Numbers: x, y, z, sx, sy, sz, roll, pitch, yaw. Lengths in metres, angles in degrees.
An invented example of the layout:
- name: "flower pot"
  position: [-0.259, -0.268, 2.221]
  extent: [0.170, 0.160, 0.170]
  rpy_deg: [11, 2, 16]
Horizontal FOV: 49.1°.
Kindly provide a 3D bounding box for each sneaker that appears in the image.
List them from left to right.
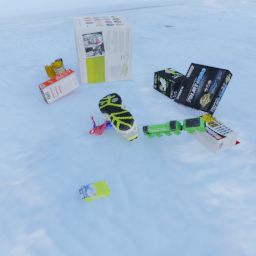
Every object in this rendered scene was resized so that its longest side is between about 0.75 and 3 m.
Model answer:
- name: "sneaker"
  position: [-0.426, -0.450, 11.262]
  extent: [1.033, 1.047, 2.740]
  rpy_deg: [-27, 41, -2]

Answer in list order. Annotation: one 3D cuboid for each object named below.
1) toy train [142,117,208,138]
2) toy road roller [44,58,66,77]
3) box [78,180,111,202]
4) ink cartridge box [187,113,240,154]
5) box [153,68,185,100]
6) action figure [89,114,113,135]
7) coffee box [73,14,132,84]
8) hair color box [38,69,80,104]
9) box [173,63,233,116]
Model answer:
- name: "toy train"
  position: [1.601, -0.012, 10.143]
  extent: [2.504, 0.522, 0.706]
  rpy_deg: [-8, -17, 32]
- name: "toy road roller"
  position: [-3.974, -3.127, 15.320]
  extent: [1.081, 0.910, 1.481]
  rpy_deg: [-18, 31, -4]
- name: "box"
  position: [-1.028, 1.919, 8.542]
  extent: [0.893, 0.213, 0.545]
  rpy_deg: [-12, 36, -17]
- name: "ink cartridge box"
  position: [3.326, 0.131, 10.734]
  extent: [1.388, 0.663, 1.581]
  rpy_deg: [-17, 39, -26]
- name: "box"
  position: [2.143, -2.242, 13.955]
  extent: [1.114, 0.932, 1.500]
  rpy_deg: [-21, 41, -28]
- name: "action figure"
  position: [-0.887, -0.283, 11.259]
  extent: [1.686, 0.835, 0.550]
  rpy_deg: [-30, 44, -32]
- name: "coffee box"
  position: [-1.402, -4.375, 15.321]
  extent: [2.835, 2.866, 2.862]
  rpy_deg: [-7, 35, -10]
- name: "hair color box"
  position: [-3.264, -1.988, 13.324]
  extent: [1.794, 0.911, 0.549]
  rpy_deg: [-35, 46, -24]
- name: "box"
  position: [3.199, -1.728, 12.163]
  extent: [1.964, 1.979, 0.492]
  rpy_deg: [28, 2, 43]
